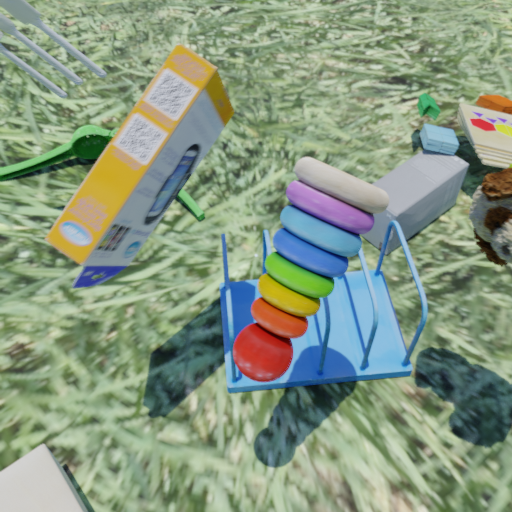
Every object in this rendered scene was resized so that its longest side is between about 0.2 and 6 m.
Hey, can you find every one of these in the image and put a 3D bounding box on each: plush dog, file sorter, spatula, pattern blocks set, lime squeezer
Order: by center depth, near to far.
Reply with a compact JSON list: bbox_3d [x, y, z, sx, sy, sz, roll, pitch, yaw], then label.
[{"bbox_3d":[2.552,-0.267,4.859,1.400,1.629,1.307,29,72,29],"label":"plush dog"},{"bbox_3d":[-2.805,-2.624,7.009,1.147,1.650,0.132,-14,58,34],"label":"spatula"},{"bbox_3d":[0.757,0.583,7.411,2.471,1.516,1.715,-5,50,-3],"label":"file sorter"},{"bbox_3d":[4.575,-1.950,9.683,3.728,0.302,3.277,18,40,4],"label":"pattern blocks set"},{"bbox_3d":[-2.590,-1.630,9.761,3.885,0.733,1.372,12,51,9],"label":"lime squeezer"}]

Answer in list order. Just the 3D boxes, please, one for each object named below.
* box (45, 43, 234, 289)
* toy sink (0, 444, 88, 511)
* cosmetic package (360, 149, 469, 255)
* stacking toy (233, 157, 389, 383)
[{"bbox_3d":[-1.042,-0.699,5.122,0.457,1.311,2.202,37,91,4],"label":"box"},{"bbox_3d":[-2.241,2.963,5.900,0.963,0.828,1.477,-33,53,-24],"label":"toy sink"},{"bbox_3d":[2.488,-0.930,9.013,1.806,0.965,0.814,-29,56,-24],"label":"cosmetic package"},{"bbox_3d":[0.356,0.192,4.817,0.834,1.954,0.834,23,11,-5],"label":"stacking toy"}]
